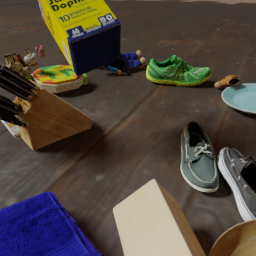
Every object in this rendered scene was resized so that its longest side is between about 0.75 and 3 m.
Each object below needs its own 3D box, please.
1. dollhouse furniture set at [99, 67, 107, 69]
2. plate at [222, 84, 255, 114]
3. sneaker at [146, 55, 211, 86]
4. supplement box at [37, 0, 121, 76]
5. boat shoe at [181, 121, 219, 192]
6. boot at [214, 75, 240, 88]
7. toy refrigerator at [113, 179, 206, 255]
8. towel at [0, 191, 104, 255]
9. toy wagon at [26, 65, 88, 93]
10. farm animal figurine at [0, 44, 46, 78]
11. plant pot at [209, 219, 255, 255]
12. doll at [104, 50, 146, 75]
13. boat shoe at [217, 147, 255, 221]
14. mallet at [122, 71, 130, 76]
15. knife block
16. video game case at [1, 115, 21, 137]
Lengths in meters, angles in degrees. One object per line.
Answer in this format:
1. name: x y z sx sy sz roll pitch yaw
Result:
1. dollhouse furniture set: -1.374 -3.356 14.196 0.996 0.755 1.137 11 54 18
2. plate: 4.694 -1.015 10.246 2.446 0.313 2.446 -3 32 2
3. sneaker: 2.195 -2.471 11.966 2.795 1.168 1.035 2 30 2
4. supplement box: -1.319 -2.800 7.250 1.310 1.318 2.406 -27 68 -14
5. boat shoe: 1.779 0.638 7.146 0.859 0.729 2.359 1 31 2
6. boot: 4.231 -1.940 11.425 1.179 0.452 0.916 -16 5 -18
7. toy refrigerator: 0.656 2.111 4.223 0.999 0.921 2.632 -38 32 7
8. towel: -1.386 2.121 4.357 2.076 0.697 2.812 -11 31 -41
9. toy wagon: -3.198 -2.217 12.116 2.268 0.578 2.924 -17 35 -27
10. farm animal figurine: -4.575 -2.612 12.011 2.340 1.177 1.890 -5 22 40
11. plant pot: 2.531 2.529 4.131 2.711 0.373 2.711 -5 31 3
12. doll: -0.527 -3.281 13.480 2.586 0.627 1.764 -11 59 -26
13. boat shoe: 2.644 1.060 6.183 0.831 0.787 2.376 18 31 -6
14. mallet: -0.262 -2.610 13.232 0.788 0.162 0.259 13 33 28
15. knife block: -2.405 -0.781 7.821 2.833 2.487 0.906 -23 39 -33
16. video game case: -3.469 -0.173 9.122 0.942 0.115 1.317 -22 38 -32
